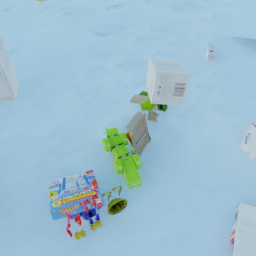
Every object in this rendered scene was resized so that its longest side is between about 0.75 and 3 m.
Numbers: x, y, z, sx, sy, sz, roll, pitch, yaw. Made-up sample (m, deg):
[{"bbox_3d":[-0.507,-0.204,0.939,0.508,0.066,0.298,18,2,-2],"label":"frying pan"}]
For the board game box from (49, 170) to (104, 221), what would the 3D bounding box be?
[{"bbox_3d":[-1.632,1.994,8.591,1.502,0.420,1.470,-14,24,-12],"label":"board game box"}]

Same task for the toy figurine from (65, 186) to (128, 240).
[{"bbox_3d":[-1.146,2.267,8.394,1.958,1.033,1.173,-24,24,-27],"label":"toy figurine"}]

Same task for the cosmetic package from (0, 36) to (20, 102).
[{"bbox_3d":[-6.015,-2.279,11.448,2.346,2.353,1.447,-6,52,-4],"label":"cosmetic package"}]

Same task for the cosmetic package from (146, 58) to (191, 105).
[{"bbox_3d":[1.290,-1.578,9.420,1.133,1.139,1.362,2,32,-7],"label":"cosmetic package"}]

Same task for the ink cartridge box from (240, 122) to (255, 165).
[{"bbox_3d":[4.929,1.005,9.191,0.651,1.408,2.584,-19,51,-16],"label":"ink cartridge box"}]

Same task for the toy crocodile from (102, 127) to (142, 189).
[{"bbox_3d":[-0.231,0.962,9.744,0.877,0.802,2.599,-19,56,-17],"label":"toy crocodile"}]

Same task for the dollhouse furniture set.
[{"bbox_3d":[0.402,-0.310,10.491,1.121,1.451,2.903,13,47,28],"label":"dollhouse furniture set"}]

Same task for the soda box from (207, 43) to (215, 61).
[{"bbox_3d":[4.175,-3.840,14.162,0.338,0.361,1.061,9,50,8],"label":"soda box"}]

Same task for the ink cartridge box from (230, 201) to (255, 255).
[{"bbox_3d":[3.502,3.119,7.977,0.996,0.460,1.828,18,52,15],"label":"ink cartridge box"}]
